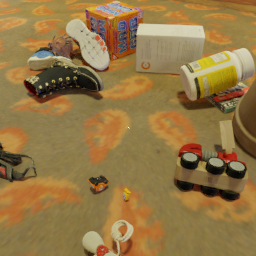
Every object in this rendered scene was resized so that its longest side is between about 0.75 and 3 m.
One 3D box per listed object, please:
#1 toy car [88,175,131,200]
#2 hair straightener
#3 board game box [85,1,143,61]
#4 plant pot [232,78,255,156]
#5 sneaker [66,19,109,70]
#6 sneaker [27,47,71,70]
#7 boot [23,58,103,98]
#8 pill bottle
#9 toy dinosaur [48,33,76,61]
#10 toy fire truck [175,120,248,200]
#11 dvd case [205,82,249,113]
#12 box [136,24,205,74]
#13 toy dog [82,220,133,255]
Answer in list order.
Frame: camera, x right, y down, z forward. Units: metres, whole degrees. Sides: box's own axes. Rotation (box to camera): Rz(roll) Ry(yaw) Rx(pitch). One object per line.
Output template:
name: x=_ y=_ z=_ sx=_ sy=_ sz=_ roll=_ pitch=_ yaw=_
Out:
toy car: x=-0.506 y=1.565 z=6.965 sx=1.077 sy=0.359 sz=0.529 roll=25 pitch=24 yaw=31
hair straightener: x=-3.806 y=0.688 z=7.838 sx=2.933 sy=0.600 sz=1.129 roll=12 pitch=41 yaw=14
board game box: x=-0.624 y=-4.648 z=13.242 sx=1.908 sy=1.907 sz=1.909 roll=-29 pitch=48 yaw=-30
plant pot: x=4.559 y=-0.817 z=7.716 sx=2.895 sy=2.512 sz=2.895 roll=-5 pitch=49 yaw=6
sneaker: x=-1.646 y=-3.695 z=12.736 sx=1.140 sy=1.211 sz=2.958 roll=-35 pitch=70 yaw=4
sneaker: x=-3.263 y=-3.054 z=12.223 sx=1.998 sy=0.767 sz=1.111 roll=2 pitch=48 yaw=12
boot: x=-2.408 y=-1.625 z=10.432 sx=2.625 sy=0.948 sz=1.983 roll=29 pitch=51 yaw=30
pill bottle: x=3.113 y=-1.919 z=9.885 sx=2.284 sy=1.305 sz=1.305 roll=-18 pitch=41 yaw=3
toy dinosaur: x=-2.822 y=-3.635 z=12.367 sx=0.939 sy=1.483 sz=2.187 roll=-2 pitch=39 yaw=-2
toy fire truck: x=2.238 y=0.691 z=7.489 sx=1.706 sy=1.247 sz=1.938 roll=10 pitch=31 yaw=13
dvd case: x=3.642 y=-1.494 z=10.747 sx=1.752 sy=0.264 sz=2.400 roll=-16 pitch=44 yaw=-19
box: x=1.726 y=-3.333 z=11.852 sx=2.687 sy=1.671 sz=1.310 roll=5 pitch=40 yaw=6
toy dog: x=-0.227 y=2.757 z=5.383 sx=1.160 sy=0.847 sz=1.759 roll=-17 pitch=29 yaw=-8
